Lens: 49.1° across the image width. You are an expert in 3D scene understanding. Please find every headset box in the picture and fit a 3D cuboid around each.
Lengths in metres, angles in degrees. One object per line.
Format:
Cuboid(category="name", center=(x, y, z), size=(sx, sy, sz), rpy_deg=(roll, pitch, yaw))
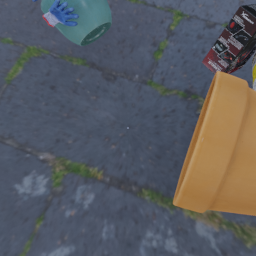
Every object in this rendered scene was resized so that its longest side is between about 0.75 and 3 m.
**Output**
Cuboid(category="headset box", center=(2.902, -2.203, 7.343), size=(1.393, 1.874, 0.703), rpy_deg=(-26, 66, -39))

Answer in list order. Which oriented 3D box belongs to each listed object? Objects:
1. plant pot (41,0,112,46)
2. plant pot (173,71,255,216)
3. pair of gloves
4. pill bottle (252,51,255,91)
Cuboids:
Cuboid(category="plant pot", center=(-1.280, -3.197, 7.849), size=(1.749, 1.749, 1.404), rpy_deg=(-36, 94, -15))
Cuboid(category="plant pot", center=(2.167, 0.480, 5.335), size=(1.894, 2.706, 2.706), rpy_deg=(18, 67, 10))
Cuboid(category="pair of gloves", center=(-1.852, -2.903, 6.404), size=(1.237, 1.539, 0.175), rpy_deg=(5, 59, 43))
Cuboid(category="pill bottle", center=(3.643, -0.957, 6.645), size=(1.254, 1.254, 2.253), rpy_deg=(12, 58, 5))
